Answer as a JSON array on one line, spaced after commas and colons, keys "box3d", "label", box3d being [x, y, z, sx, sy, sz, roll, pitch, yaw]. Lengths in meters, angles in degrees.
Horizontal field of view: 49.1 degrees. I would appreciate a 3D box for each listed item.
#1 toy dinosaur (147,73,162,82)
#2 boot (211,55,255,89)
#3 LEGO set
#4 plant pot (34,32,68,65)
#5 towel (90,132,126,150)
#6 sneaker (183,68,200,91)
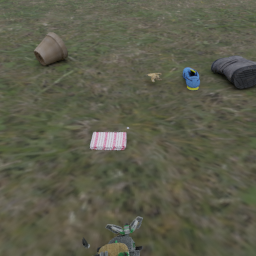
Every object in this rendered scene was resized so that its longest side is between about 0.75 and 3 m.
[{"box3d": [0.852, -1.709, 9.136, 0.452, 0.260, 0.893, 6, 23, -10], "label": "toy dinosaur"}, {"box3d": [4.277, -2.084, 9.493, 2.511, 0.876, 1.653, -4, 31, -12], "label": "boot"}, {"box3d": [-0.335, 2.128, 4.034, 1.847, 0.523, 1.200, -32, 43, -19], "label": "LEGO set"}, {"box3d": [-2.951, -2.874, 10.506, 1.084, 1.084, 0.941, 29, 60, 34], "label": "plant pot"}, {"box3d": [-0.466, 0.289, 6.755, 0.842, 0.126, 0.616, 1, 35, 1], "label": "towel"}, {"box3d": [2.120, -1.792, 9.302, 0.467, 0.556, 1.417, 0, 34, 3], "label": "sneaker"}]
